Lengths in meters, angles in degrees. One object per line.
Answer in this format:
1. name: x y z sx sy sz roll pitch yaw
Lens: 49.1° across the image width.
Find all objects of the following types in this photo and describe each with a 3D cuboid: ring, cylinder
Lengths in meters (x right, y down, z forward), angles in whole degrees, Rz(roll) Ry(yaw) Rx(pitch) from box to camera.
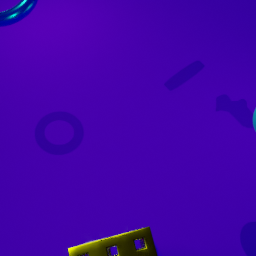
1. ring: -2.796 -2.965 6.506 1.521 0.304 1.521 -5 63 10
2. cylinder: 0.224 2.717 4.924 1.131 1.131 1.131 -32 109 -16

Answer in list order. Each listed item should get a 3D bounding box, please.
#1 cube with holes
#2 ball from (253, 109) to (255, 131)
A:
1. cube with holes: -0.105 1.919 3.567 0.997 0.997 0.997 -13 68 -6
2. ball: 2.738 -0.146 4.973 0.950 0.950 0.950 0 62 0
